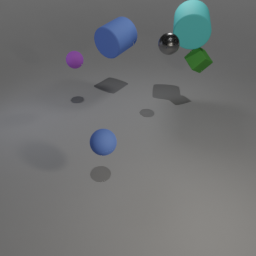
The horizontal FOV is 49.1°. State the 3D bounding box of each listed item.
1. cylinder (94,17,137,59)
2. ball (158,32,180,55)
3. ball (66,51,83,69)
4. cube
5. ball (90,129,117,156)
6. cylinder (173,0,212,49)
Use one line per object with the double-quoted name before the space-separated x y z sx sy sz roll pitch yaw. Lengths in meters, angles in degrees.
"cylinder" -0.530 -4.001 12.390 1.400 1.400 1.400 21 47 30
"ball" 1.331 -2.734 9.099 0.700 0.700 0.700 0 33 0
"ball" -2.163 -2.769 11.374 0.700 0.700 0.700 0 33 0
"cube" 2.848 -2.756 11.311 0.700 0.700 0.700 4 54 -50
"ball" -0.641 0.367 7.250 0.700 0.700 0.700 0 33 0
"cylinder" 2.475 -4.009 10.865 1.400 1.400 1.400 5 46 7
